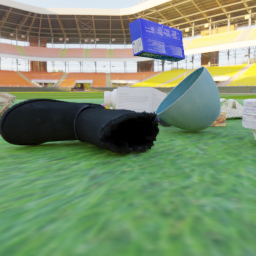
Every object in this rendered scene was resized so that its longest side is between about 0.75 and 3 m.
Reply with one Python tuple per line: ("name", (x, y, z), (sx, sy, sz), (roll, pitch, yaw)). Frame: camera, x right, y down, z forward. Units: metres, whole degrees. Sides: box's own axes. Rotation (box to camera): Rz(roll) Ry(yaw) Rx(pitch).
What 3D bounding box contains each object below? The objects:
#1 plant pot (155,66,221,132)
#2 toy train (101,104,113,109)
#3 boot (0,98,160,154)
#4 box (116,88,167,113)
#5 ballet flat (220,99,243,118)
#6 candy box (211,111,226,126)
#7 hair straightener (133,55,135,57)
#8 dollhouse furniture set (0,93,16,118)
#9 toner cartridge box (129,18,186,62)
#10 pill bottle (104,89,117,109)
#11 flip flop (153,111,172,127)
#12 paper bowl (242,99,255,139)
("plant pot", (2.066, -0.703, 8.781), (1.390, 2.065, 2.065), (43, 2, -8))
("toy train", (-0.969, -0.560, 12.436), (1.427, 0.528, 1.900), (24, -19, -40))
("boot", (-0.988, -0.004, 6.119), (2.960, 1.095, 2.426), (-6, 15, -37))
("box", (0.644, -1.162, 13.083), (1.813, 1.191, 1.822), (5, -1, 31))
("ballet flat", (4.535, -0.863, 12.821), (2.937, 1.054, 1.054), (-3, 8, -30))
("candy box", (3.078, -0.341, 10.262), (0.958, 0.553, 0.265), (-1, 7, -4))
("hair straightener", (0.523, -3.560, 13.019), (0.173, 0.326, 0.848), (2, -1, -35))
("dollhouse furniture set", (-4.921, -0.578, 11.773), (1.863, 1.171, 2.106), (25, 7, -2))
("toner cartridge box", (0.700, -1.923, 6.295), (1.511, 0.718, 0.326), (-5, -3, -45))
("pill bottle", (-0.425, -2.005, 19.648), (2.423, 1.449, 1.449), (-1, 7, -1))
("flip flop", (1.371, -0.355, 10.622), (0.455, 0.641, 1.581), (13, -3, -20))
("paper bowl", (3.765, -0.129, 6.432), (2.127, 1.106, 2.127), (-1, 8, 0))
